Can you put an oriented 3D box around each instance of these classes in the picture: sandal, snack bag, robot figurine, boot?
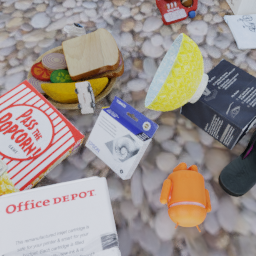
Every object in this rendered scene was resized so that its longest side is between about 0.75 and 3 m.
[{"bbox_3d":[3.102,0.635,6.522,0.917,0.584,2.438,39,64,23],"label":"sandal"},{"bbox_3d":[4.332,-3.186,9.314,1.947,0.208,1.836,-4,56,-3],"label":"snack bag"},{"bbox_3d":[1.207,1.435,5.867,0.806,0.994,1.382,-16,52,28],"label":"robot figurine"},{"bbox_3d":[-1.782,-3.335,9.287,0.857,0.410,0.315,23,59,14],"label":"boot"}]

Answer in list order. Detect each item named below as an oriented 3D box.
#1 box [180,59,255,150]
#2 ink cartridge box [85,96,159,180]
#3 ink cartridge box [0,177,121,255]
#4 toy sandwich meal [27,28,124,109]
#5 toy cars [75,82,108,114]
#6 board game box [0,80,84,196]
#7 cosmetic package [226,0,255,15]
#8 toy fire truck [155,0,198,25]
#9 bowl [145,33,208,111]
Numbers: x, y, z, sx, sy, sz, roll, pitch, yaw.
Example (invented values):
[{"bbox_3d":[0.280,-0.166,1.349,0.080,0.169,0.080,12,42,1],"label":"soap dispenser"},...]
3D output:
[{"bbox_3d":[2.525,-0.643,7.137,1.638,0.978,1.666,-39,64,-23],"label":"box"},{"bbox_3d":[-0.194,0.189,6.274,1.405,1.407,0.286,37,19,30],"label":"ink cartridge box"},{"bbox_3d":[-1.118,2.510,4.879,2.057,1.188,2.827,-10,58,-7],"label":"ink cartridge box"},{"bbox_3d":[-1.485,-1.726,7.862,2.853,0.977,2.853,0,56,0],"label":"toy sandwich meal"},{"bbox_3d":[-0.709,-0.487,7.070,1.679,0.753,0.372,43,26,1],"label":"toy cars"},{"bbox_3d":[-2.631,0.412,6.237,2.008,0.614,2.651,43,60,5],"label":"board game box"},{"bbox_3d":[4.627,-5.121,9.753,1.951,1.610,1.608,-7,57,-4],"label":"cosmetic package"},{"bbox_3d":[1.755,-4.330,9.806,1.542,0.864,1.295,-19,82,-11],"label":"toy fire truck"},{"bbox_3d":[1.188,-1.070,6.280,0.963,1.789,1.789,25,58,-8],"label":"bowl"}]
